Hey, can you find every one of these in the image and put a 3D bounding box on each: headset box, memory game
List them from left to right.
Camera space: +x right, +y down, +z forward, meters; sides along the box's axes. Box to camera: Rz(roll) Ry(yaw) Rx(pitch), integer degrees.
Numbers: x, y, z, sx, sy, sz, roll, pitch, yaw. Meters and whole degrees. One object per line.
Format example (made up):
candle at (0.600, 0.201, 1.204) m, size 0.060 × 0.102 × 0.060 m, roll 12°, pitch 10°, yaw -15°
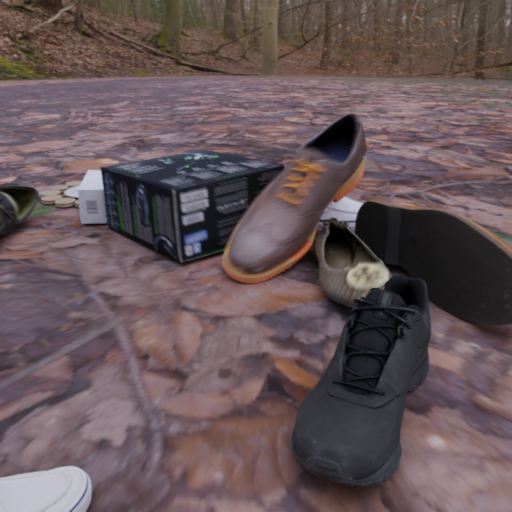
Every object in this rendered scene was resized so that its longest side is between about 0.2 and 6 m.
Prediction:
memory game at (-3.789, -1.441, 12.837) m, size 2.215 × 0.141 × 2.215 m, roll 0°, pitch 21°, yaw 0°
headset box at (-1.223, -1.075, 10.306) m, size 2.374 × 1.265 × 2.726 m, roll -19°, pitch 27°, yaw -37°

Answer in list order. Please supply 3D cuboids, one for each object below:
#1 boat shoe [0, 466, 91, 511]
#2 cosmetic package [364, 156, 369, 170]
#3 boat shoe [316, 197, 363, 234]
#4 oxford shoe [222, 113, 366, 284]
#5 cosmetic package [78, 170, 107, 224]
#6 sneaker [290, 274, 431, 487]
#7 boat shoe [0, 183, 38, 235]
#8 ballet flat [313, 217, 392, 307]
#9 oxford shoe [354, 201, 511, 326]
boat shoe at (-2.055, 1.875, 3.941) m, size 1.810 × 0.632 × 0.642 m, roll -15°, pitch 26°, yaw -33°
cosmetic package at (1.792, -2.082, 10.990) m, size 0.526 × 0.444 × 1.019 m, roll -26°, pitch 49°, yaw 15°
boat shoe at (1.142, -1.024, 10.763) m, size 2.712 × 0.906 × 0.998 m, roll 6°, pitch 23°, yaw 15°
oxford shoe at (0.615, -1.026, 8.922) m, size 1.228 × 1.256 × 3.445 m, roll 29°, pitch 61°, yaw 18°
cosmetic package at (-3.185, -1.201, 11.230) m, size 0.529 × 0.736 × 1.304 m, roll -1°, pitch 27°, yaw -6°
sneaker at (1.064, 1.007, 5.332) m, size 1.025 × 1.225 × 2.699 m, roll 11°, pitch 26°, yaw 21°
boat shoe at (-4.702, -0.812, 9.945) m, size 0.889 × 0.967 × 2.706 m, roll -24°, pitch 16°, yaw 8°
ballet flat at (1.367, 0.013, 8.338) m, size 0.976 × 0.671 × 2.896 m, roll -1°, pitch 18°, yaw -2°
oxford shoe at (2.856, -0.116, 8.131) m, size 1.301 × 1.302 × 3.650 m, roll -1°, pitch 20°, yaw -18°
